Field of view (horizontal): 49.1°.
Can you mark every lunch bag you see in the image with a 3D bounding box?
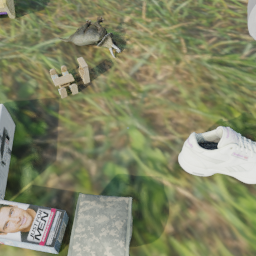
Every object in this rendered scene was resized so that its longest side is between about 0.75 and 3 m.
[{"bbox_3d":[-0.456,1.912,5.034,1.051,0.753,1.281,3,42,3],"label":"lunch bag"}]

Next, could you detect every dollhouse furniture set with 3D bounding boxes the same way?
[{"bbox_3d":[-1.611,-1.473,7.817,0.977,0.636,0.898,-21,54,-16],"label":"dollhouse furniture set"}]

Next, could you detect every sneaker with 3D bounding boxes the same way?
[{"bbox_3d":[2.294,0.544,5.899,2.317,1.154,0.868,2,45,0],"label":"sneaker"}]

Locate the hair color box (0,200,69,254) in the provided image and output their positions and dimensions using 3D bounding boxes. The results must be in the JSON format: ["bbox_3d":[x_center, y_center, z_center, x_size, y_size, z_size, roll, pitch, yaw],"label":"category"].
[{"bbox_3d":[-1.932,1.861,5.327,1.417,0.430,0.701,7,53,6],"label":"hair color box"}]

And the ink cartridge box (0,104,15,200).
[{"bbox_3d":[-3.454,0.572,6.042,1.555,0.878,2.118,-7,53,-4],"label":"ink cartridge box"}]

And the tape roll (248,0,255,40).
[{"bbox_3d":[3.334,-2.403,5.680,1.681,1.681,0.555,10,61,7],"label":"tape roll"}]

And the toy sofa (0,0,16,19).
[{"bbox_3d":[-5.508,-4.331,9.901,2.794,1.364,1.157,-10,77,-8],"label":"toy sofa"}]

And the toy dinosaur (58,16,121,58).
[{"bbox_3d":[-1.246,-2.954,8.875,2.151,0.828,1.100,6,43,1],"label":"toy dinosaur"}]
